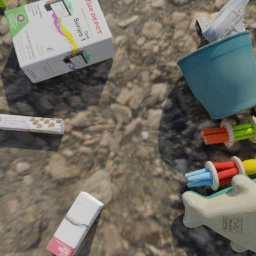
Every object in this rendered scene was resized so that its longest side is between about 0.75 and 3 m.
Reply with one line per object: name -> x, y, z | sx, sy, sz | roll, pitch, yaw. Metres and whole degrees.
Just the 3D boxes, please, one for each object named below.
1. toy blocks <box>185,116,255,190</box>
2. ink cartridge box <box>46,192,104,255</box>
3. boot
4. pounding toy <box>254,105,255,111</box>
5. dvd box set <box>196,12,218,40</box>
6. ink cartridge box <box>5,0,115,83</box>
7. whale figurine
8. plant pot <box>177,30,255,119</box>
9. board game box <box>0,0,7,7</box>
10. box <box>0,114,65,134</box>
toy blocks -> 2.740, 0.754, 8.217 | 2.336, 0.848, 1.947 | -11, 77, -3
ink cartridge box -> -1.373, 2.603, 7.592 | 0.662, 1.171, 1.599 | 30, 78, 7
boot -> 3.529, -3.529, 9.306 | 1.093, 0.841, 2.286 | 43, 86, -13
pounding toy -> 5.618, -0.074, 8.192 | 2.804, 1.283, 2.463 | -11, 76, -2
dvd box set -> 2.990, -3.549, 9.621 | 1.090, 0.160, 0.798 | -18, 77, -4
ink cartridge box -> -2.091, -2.966, 8.916 | 2.861, 1.201, 2.072 | -20, 76, -5
whale figurine -> 3.016, 2.219, 7.671 | 2.949, 1.530, 2.346 | -1, 109, 21
plant pot -> 2.814, -1.422, 8.228 | 2.148, 2.148, 2.018 | -23, 93, -5
board game box -> -5.630, -4.946, 9.713 | 2.694, 0.641, 1.369 | -1, 76, 0
box -> -3.018, -0.111, 8.652 | 2.070, 0.429, 0.400 | 5, 76, 0
